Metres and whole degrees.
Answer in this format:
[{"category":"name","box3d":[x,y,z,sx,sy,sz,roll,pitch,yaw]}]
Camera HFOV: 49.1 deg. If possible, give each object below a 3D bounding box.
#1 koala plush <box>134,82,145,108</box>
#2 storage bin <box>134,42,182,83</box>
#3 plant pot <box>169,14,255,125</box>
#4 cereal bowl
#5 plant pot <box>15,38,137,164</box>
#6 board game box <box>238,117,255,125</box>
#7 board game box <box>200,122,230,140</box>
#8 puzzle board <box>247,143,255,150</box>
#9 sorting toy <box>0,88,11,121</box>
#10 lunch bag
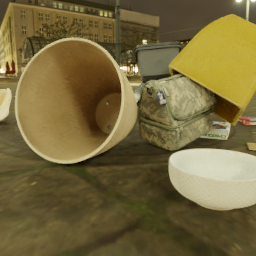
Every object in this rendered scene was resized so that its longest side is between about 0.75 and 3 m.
[{"category":"koala plush","box3d":[1.259,-1.659,13.707,2.468,2.558,2.783,-6,-8,-41]},{"category":"storage bin","box3d":[0.997,-2.047,9.181,1.531,1.028,1.114,-4,-16,0]},{"category":"plant pot","box3d":[2.800,-1.760,7.952,2.211,2.277,2.226,35,1,18]},{"category":"cereal bowl","box3d":[1.407,0.826,4.411,1.558,0.649,1.558,0,12,0]},{"category":"plant pot","box3d":[-0.817,-0.511,7.138,2.640,2.640,2.818,4,-2,21]},{"category":"board game box","box3d":[5.321,-0.269,10.837,1.865,0.181,0.960,0,13,2]},{"category":"board game box","box3d":[2.230,0.012,9.058,1.966,0.340,1.241,5,13,23]},{"category":"puzzle board","box3d":[3.586,0.517,7.336,0.823,0.072,0.620,4,11,18]},{"category":"sorting toy","box3d":[-5.530,-0.650,10.453,2.487,1.328,2.238,-6,21,-33]},{"category":"lunch bag","box3d":[1.329,-0.606,7.658,2.111,1.771,1.471,-22,28,-35]}]
